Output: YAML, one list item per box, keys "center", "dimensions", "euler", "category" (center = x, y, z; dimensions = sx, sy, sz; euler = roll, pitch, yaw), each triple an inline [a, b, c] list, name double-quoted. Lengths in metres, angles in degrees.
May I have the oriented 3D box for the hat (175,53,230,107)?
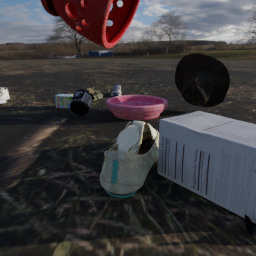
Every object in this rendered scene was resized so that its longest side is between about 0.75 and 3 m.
- center: [2.362, -1.423, 9.667]
  dimensions: [2.201, 2.201, 0.888]
  euler: [13, 46, 37]
  category: "hat"

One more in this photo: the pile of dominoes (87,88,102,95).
- center: [-1.871, -1.861, 14.247]
  dimensions: [0.867, 0.177, 1.112]
  euler: [-7, 18, -22]
  category: "pile of dominoes"

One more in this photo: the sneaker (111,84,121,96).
- center: [-0.569, -1.850, 13.607]
  dimensions: [0.476, 0.527, 1.236]
  euler: [0, 18, 0]
  category: "sneaker"

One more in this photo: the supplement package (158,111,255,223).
- center: [1.615, 0.498, 4.812]
  dimensions: [1.164, 1.121, 2.046]
  euler: [-12, 21, -35]
  category: "supplement package"

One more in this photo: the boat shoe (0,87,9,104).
- center: [-5.536, -1.444, 12.118]
  dimensions: [0.617, 0.607, 1.739]
  euler: [-2, 17, -7]
  category: "boat shoe"

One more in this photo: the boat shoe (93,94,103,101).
- center: [-1.503, -1.312, 12.342]
  dimensions: [0.796, 0.291, 0.249]
  euler: [-14, -10, -17]
  category: "boat shoe"

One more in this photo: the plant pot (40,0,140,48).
- center: [-1.013, -3.781, 7.650]
  dimensions: [2.270, 2.493, 2.493]
  euler: [27, 21, 4]
  category: "plant pot"

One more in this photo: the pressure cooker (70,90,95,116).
- center: [-1.610, -0.931, 9.766]
  dimensions: [0.722, 0.733, 0.821]
  euler: [27, 47, -18]
  category: "pressure cooker"

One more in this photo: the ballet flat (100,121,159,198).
- center: [0.215, 0.326, 5.719]
  dimensions: [1.012, 0.935, 3.000]
  euler: [4, 17, 10]
  category: "ballet flat"

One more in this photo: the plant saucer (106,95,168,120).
- center: [0.308, -0.731, 9.885]
  dimensions: [2.159, 0.547, 2.159]
  euler: [1, 16, 0]
  category: "plant saucer"

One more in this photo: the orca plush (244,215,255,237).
- center: [2.109, 1.219, 3.760]
  dimensions: [1.013, 0.360, 0.533]
  euler: [4, 17, 12]
  category: "orca plush"

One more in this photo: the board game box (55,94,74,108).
- center: [-2.316, -1.053, 11.027]
  dimensions: [0.952, 0.491, 0.499]
  euler: [3, 17, 11]
  category: "board game box"
